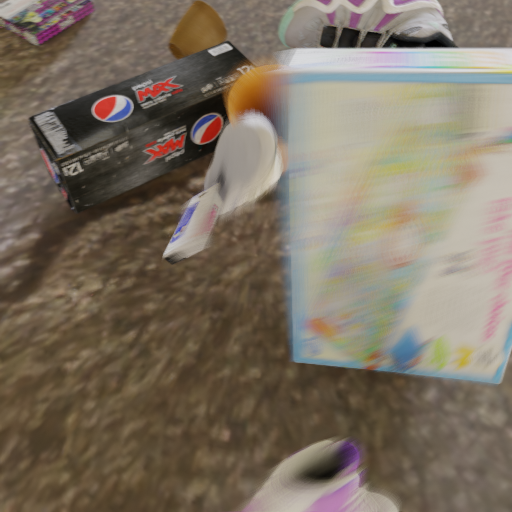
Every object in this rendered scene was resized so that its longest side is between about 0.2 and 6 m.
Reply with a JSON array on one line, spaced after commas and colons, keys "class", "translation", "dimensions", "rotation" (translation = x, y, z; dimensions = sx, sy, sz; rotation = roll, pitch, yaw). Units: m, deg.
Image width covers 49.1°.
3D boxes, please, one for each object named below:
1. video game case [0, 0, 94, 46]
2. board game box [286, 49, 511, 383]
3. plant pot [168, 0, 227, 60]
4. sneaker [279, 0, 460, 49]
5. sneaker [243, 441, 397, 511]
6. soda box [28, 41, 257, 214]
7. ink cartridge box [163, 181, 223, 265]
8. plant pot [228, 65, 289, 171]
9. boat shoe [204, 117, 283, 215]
[{"class": "video game case", "translation": [-4.579, -5.262, 12.029], "dimensions": [1.468, 0.290, 1.620], "rotation": [31, 61, 20]}, {"class": "board game box", "translation": [1.677, -0.234, 6.118], "dimensions": [2.569, 3.821, 0.654], "rotation": [5, 38, 11]}, {"class": "plant pot", "translation": [-1.252, -4.351, 11.102], "dimensions": [0.934, 0.934, 1.003], "rotation": [36, 74, 22]}, {"class": "sneaker", "translation": [2.244, -3.981, 10.523], "dimensions": [3.338, 1.298, 2.335], "rotation": [-11, 55, -7]}, {"class": "sneaker", "translation": [0.847, 2.266, 5.151], "dimensions": [2.075, 1.183, 0.752], "rotation": [14, 20, -42]}, {"class": "soda box", "translation": [-1.667, -2.180, 9.259], "dimensions": [3.666, 1.297, 1.161], "rotation": [-28, 61, -20]}, {"class": "ink cartridge box", "translation": [-0.761, -0.436, 7.155], "dimensions": [0.563, 0.221, 1.189], "rotation": [-25, 33, 36]}, {"class": "plant pot", "translation": [0.281, -1.976, 8.673], "dimensions": [1.396, 1.278, 1.396], "rotation": [0, 68, -1]}, {"class": "boat shoe", "translation": [-0.054, -1.172, 7.322], "dimensions": [0.771, 2.208, 0.783], "rotation": [-20, 79, -22]}]
